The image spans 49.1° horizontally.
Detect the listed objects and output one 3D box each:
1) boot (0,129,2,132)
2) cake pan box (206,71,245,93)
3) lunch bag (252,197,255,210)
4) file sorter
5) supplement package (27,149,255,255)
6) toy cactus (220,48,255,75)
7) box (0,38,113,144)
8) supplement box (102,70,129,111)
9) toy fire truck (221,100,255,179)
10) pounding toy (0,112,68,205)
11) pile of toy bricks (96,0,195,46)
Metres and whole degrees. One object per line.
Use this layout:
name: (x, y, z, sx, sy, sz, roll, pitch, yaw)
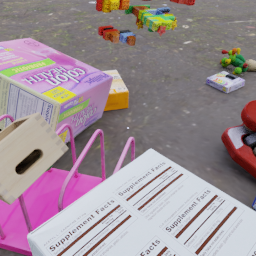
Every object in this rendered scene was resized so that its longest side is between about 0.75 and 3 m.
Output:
boot: (-2.562, 0.088, 7.295, 1.525, 0.490, 1.421, -8, 61, -5)
cake pan box: (3.516, -1.663, 10.093, 1.042, 0.272, 0.959, -22, 44, -28)
lunch bag: (2.873, 1.407, 5.239, 0.581, 0.938, 0.797, -10, 36, -13)
file sorter: (-1.366, 1.001, 5.106, 2.794, 1.752, 1.942, 9, 36, 12)
supplement package: (0.535, 2.065, 3.060, 1.841, 2.394, 2.504, -30, 45, -35)
toy cactus: (4.487, -2.641, 11.058, 1.578, 0.978, 1.912, 11, 28, 0)
box: (-2.332, -1.025, 7.261, 2.927, 1.415, 2.575, 28, 30, 11)
supplement box: (-0.691, -1.270, 9.220, 1.070, 0.624, 1.697, -9, 36, -13)
toy fire truck: (3.526, 0.435, 6.457, 2.380, 1.334, 1.999, -11, 56, -13)
pounding toy: (-1.717, 0.538, 3.710, 1.516, 0.694, 1.332, -7, 34, 53)
pile of toy bricks: (0.537, -2.539, 6.494, 2.459, 1.364, 1.214, -19, 49, -29)
